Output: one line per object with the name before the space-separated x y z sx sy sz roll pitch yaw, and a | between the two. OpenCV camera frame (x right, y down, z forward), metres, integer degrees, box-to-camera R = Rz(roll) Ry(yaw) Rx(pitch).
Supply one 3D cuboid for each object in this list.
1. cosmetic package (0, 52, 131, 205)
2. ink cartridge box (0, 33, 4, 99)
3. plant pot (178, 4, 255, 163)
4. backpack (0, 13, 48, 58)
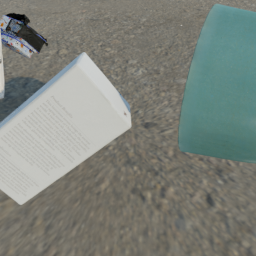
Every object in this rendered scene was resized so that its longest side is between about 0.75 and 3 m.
cosmetic package | -1.073 0.046 3.909 2.066 1.048 0.736 -35 23 15
ink cartridge box | -3.188 -1.621 5.163 1.557 2.151 0.907 -4 39 -23
plant pot | 1.682 -0.436 3.533 1.572 1.959 1.959 15 41 21
backpack | -2.834 -2.393 7.264 1.072 1.126 0.867 34 84 20
